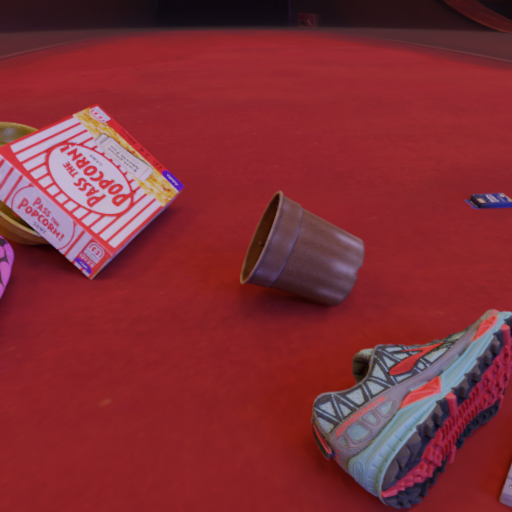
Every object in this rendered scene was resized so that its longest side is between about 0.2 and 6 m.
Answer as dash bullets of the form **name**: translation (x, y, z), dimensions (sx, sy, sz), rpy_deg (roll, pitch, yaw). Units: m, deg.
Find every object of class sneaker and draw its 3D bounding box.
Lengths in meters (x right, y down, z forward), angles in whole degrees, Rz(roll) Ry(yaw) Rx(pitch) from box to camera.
- **sneaker**: translation (1.791, 1.252, 6.145), dimensions (1.456, 1.209, 3.049), rpy_deg (23, 35, 40)

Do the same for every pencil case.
- **pencil case**: translation (-4.078, 0.405, 7.693), dimensions (1.147, 1.111, 2.448), rpy_deg (38, 10, -27)

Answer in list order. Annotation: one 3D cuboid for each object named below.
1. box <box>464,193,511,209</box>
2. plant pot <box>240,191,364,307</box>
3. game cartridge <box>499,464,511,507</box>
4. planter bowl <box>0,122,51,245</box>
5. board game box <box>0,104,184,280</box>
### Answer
- **box**: translation (4.941, -1.162, 11.883), dimensions (0.884, 0.143, 0.535), rpy_deg (-4, 28, -5)
- **plant pot**: translation (0.697, -0.011, 8.165), dimensions (1.433, 1.447, 1.447), rpy_deg (22, 26, -10)
- **game cartridge**: translation (2.960, 2.134, 5.528), dimensions (0.783, 0.232, 1.208), rpy_deg (13, 30, 32)
- **planter bowl**: translation (-4.075, -1.027, 10.030), dimensions (2.655, 1.106, 2.655), rpy_deg (34, 33, -26)
- **board game box**: translation (-2.908, -1.294, 10.046), dimensions (2.393, 0.731, 3.159), rpy_deg (43, 31, -9)
